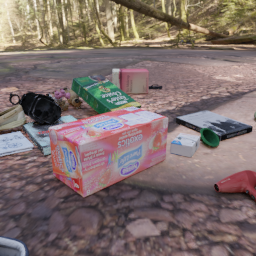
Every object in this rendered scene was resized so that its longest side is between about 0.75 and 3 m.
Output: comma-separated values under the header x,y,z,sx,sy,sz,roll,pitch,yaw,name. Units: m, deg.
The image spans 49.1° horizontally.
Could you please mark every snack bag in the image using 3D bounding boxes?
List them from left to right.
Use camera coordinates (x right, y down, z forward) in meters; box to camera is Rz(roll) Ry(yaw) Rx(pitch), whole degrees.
x,y,z,sx,sy,sz,roll,pitch,yaw,name
-4.156,0.551,9.317,1.570,0.178,1.665,-13,24,-33,snack bag

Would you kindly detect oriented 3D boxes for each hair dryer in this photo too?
x,y,z,sx,sy,sz,roll,pitch,yaw,name
2.917,1.436,6.456,1.795,0.488,1.367,7,22,21,hair dryer

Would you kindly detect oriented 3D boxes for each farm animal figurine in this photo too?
x,y,z,sx,sy,sz,roll,pitch,yaw,name
-2.896,-1.336,13.354,1.861,1.159,2.305,-9,15,38,farm animal figurine

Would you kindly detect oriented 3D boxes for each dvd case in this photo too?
x,y,z,sx,sy,sz,roll,pitch,yaw,name
-2.495,0.156,10.208,2.057,0.310,2.817,-12,24,-30,dvd case
3.339,-0.153,11.068,1.779,0.293,2.367,-12,23,-29,dvd case

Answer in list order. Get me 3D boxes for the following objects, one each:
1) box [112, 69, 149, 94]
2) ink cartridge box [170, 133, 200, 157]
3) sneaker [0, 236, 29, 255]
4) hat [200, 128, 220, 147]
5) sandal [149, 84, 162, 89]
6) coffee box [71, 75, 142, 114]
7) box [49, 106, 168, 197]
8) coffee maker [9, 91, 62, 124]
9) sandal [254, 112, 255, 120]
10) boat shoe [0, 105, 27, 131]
x,y,z,sx,sy,sz,roll,pitch,yaw,name
0.136,-2.796,16.733,2.106,1.347,1.147,-2,20,-5,box
1.852,0.539,9.013,0.702,0.412,0.959,10,23,26,ink cartridge box
-2.227,2.087,3.373,2.191,1.188,0.768,-15,48,-40,sneaker
2.587,0.482,9.644,0.741,0.788,0.895,10,48,-23,hat
1.631,-2.628,17.872,1.216,0.260,0.462,-4,21,-11,sandal
-0.982,-1.381,12.509,1.779,0.636,2.893,-18,49,-43,coffee box
-0.429,0.475,7.689,2.994,1.417,1.536,-18,27,-40,box
-3.625,-0.792,10.911,1.674,1.174,1.743,0,8,-31,coffee maker
5.862,-0.392,11.083,0.944,0.678,2.376,0,15,-2,sandal
-5.013,-0.203,10.193,2.441,0.793,0.881,-20,28,-21,boat shoe
